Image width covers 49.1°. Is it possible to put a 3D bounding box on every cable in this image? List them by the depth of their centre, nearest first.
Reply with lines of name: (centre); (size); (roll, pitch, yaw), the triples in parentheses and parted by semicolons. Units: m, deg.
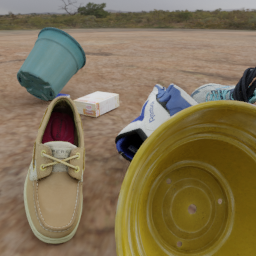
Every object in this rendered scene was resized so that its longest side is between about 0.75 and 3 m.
cable: (3.684, -0.889, 6.977); (2.133, 1.740, 0.542); (-21, 18, 8)

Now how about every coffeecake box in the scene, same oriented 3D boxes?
coffeecake box: (-0.977, -0.771, 8.790); (0.902, 0.429, 1.175); (12, 26, 32)

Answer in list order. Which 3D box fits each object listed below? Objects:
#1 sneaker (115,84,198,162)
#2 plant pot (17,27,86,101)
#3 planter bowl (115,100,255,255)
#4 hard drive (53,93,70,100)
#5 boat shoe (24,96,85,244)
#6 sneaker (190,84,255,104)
sneaker: (0.446, -0.019, 5.626); (1.552, 1.085, 2.687); (-43, 3, 1)
plant pot: (-2.694, -2.069, 9.635); (1.907, 1.907, 1.868); (11, 59, 23)
planter bowl: (0.936, 0.979, 3.175); (2.443, 2.443, 1.017); (-7, -5, -16)
hard drive: (-2.580, -1.122, 10.038); (0.819, 0.104, 0.540); (12, 28, 27)
boat shoe: (-1.129, 0.487, 4.416); (0.909, 0.815, 2.456); (3, 48, -20)
sneaker: (2.662, -0.915, 7.764); (1.878, 0.729, 0.810); (-4, 5, 14)
